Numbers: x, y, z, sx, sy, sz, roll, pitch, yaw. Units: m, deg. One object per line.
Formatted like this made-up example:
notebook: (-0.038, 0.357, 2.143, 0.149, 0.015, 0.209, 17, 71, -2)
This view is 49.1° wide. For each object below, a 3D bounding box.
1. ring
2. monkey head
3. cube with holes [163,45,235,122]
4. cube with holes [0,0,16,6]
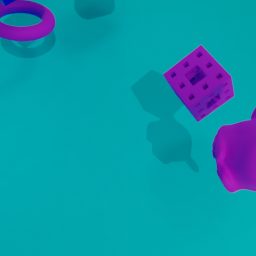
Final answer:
ring: (-2.685, -2.725, 7.029, 1.683, 0.337, 1.683, 6, 48, -7)
monkey head: (2.000, 0.388, 4.674, 1.127, 1.346, 1.871, -11, 102, 13)
cube with holes: (1.473, -0.879, 5.775, 0.939, 0.939, 0.939, -37, 62, 10)
cube with holes: (-2.328, -3.096, 5.232, 0.919, 0.919, 0.919, 39, 65, 16)
